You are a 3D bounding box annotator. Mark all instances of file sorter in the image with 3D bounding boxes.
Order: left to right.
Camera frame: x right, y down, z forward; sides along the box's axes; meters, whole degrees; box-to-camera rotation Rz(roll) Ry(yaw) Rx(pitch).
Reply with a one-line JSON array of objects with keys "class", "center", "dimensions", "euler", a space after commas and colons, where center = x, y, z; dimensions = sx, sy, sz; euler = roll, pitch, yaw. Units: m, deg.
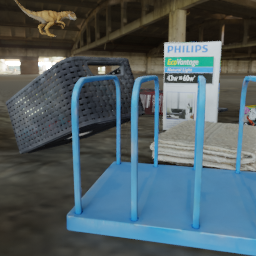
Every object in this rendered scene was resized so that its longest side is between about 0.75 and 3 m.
[{"class": "file sorter", "center": [0.878, 0.202, 3.528], "dimensions": [2.771, 1.700, 1.923], "euler": [2, 11, 13]}]

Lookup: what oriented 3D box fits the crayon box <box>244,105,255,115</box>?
[{"class": "crayon box", "center": [5.281, -0.594, 10.412], "dimensions": [1.201, 0.406, 1.392], "euler": [-9, 14, -30]}]

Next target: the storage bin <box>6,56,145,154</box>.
[{"class": "storage bin", "center": [-1.098, -0.378, 5.599], "dimensions": [2.460, 1.153, 1.663], "euler": [-21, -5, 42]}]

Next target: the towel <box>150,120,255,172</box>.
[{"class": "towel", "center": [1.799, 0.304, 6.002], "dimensions": [1.942, 0.505, 2.931], "euler": [8, 13, 27]}]

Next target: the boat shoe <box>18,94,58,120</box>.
[{"class": "boat shoe", "center": [-3.499, -0.832, 10.518], "dimensions": [0.745, 0.891, 2.492], "euler": [-10, 22, -40]}]

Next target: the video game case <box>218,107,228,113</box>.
[{"class": "video game case", "center": [3.528, -0.771, 11.967], "dimensions": [1.293, 0.123, 0.924], "euler": [-12, 17, -42]}]

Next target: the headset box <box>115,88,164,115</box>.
[{"class": "headset box", "center": [0.771, -1.093, 11.156], "dimensions": [2.340, 0.878, 1.739], "euler": [1, 14, -21]}]

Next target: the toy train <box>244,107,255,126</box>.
[{"class": "toy train", "center": [3.796, -0.220, 7.266], "dimensions": [1.506, 0.858, 0.642], "euler": [-1, 33, -4]}]

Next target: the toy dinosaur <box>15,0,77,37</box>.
[{"class": "toy dinosaur", "center": [-2.523, -3.324, 8.493], "dimensions": [1.833, 0.974, 0.554], "euler": [-5, 27, -28]}]

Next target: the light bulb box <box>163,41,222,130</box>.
[{"class": "light bulb box", "center": [2.059, -1.348, 8.871], "dimensions": [1.570, 2.515, 2.493], "euler": [3, 13, 16]}]

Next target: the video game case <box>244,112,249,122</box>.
[{"class": "video game case", "center": [5.012, -0.574, 8.240], "dimensions": [2.293, 0.298, 2.519], "euler": [0, -13, 0]}]
